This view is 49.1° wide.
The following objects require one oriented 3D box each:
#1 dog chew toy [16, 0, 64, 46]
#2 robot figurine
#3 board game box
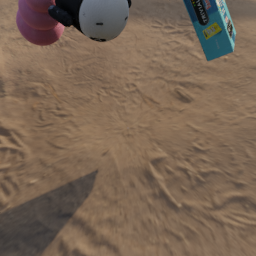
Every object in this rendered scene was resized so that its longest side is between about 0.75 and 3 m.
[{"bbox_3d":[-2.479,-3.355,8.011,1.411,2.265,1.411,5,75,-18],"label":"dog chew toy"},{"bbox_3d":[-0.896,-2.889,6.607,1.577,1.310,2.099,-50,58,8],"label":"robot figurine"},{"bbox_3d":[1.866,-3.355,6.977,0.672,2.863,2.161,-17,20,30],"label":"board game box"}]
